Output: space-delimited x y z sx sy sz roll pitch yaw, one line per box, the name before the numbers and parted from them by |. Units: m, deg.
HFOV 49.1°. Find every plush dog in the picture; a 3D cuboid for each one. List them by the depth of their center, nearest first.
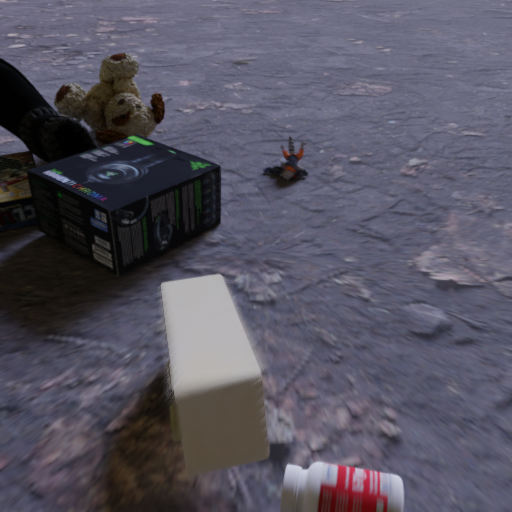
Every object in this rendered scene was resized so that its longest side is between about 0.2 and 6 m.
plush dog | -2.999 -3.080 12.189 1.797 1.678 2.092 40 68 22

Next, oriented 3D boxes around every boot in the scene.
boot | -3.937 -2.396 9.840 1.035 2.752 2.057 -50 38 -1

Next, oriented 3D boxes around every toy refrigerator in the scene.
toy refrigerator | -0.521 1.014 5.544 0.790 0.857 2.259 -9 21 -10

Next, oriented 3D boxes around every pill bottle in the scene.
pill bottle | 0.729 2.104 4.824 0.996 0.559 0.559 7 34 9

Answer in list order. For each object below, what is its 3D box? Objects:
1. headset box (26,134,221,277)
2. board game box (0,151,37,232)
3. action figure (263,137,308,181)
headset box | -1.954 -0.942 8.900 2.050 1.092 2.354 25 39 33
board game box | -5.229 -0.936 9.445 3.080 0.533 2.087 -14 36 -19
action figure | 0.565 -1.829 10.799 0.882 0.461 0.853 1 61 9
